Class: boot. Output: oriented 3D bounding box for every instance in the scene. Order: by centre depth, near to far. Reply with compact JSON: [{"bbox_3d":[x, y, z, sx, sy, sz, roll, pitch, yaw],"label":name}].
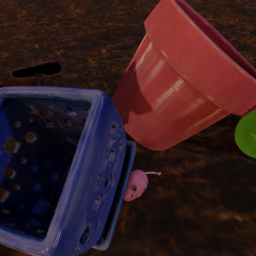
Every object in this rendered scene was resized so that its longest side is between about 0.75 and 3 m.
[{"bbox_3d":[-2.964,-0.856,6.647,2.574,2.141,0.931,-20,83,-33],"label":"boot"}]

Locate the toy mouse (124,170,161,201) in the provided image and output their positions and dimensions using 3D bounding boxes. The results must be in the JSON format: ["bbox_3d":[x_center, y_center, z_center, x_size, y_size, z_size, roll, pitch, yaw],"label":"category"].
[{"bbox_3d":[-0.252,1.035,5.480,1.776,0.344,1.578,4,37,5],"label":"toy mouse"}]

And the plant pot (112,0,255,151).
[{"bbox_3d":[1.046,-0.919,5.932,2.742,2.454,2.742,32,30,-21],"label":"plant pot"}]

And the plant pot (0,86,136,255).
[{"bbox_3d":[-1.050,0.687,4.196,2.020,1.816,2.020,6,67,27],"label":"plant pot"}]

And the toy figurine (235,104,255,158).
[{"bbox_3d":[3.319,-0.091,6.582,1.674,1.257,1.541,28,31,2],"label":"toy figurine"}]
